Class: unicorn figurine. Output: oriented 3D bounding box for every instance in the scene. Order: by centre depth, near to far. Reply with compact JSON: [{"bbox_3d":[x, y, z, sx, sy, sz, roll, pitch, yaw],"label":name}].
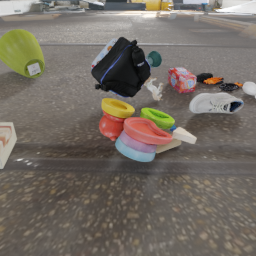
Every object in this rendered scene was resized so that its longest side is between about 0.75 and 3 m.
[{"bbox_3d":[1.221,-1.766,12.646,1.307,0.483,0.898,34,66,14],"label":"unicorn figurine"}]

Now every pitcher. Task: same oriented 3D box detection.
[{"bbox_3d":[5.893,-1.783,13.051,0.785,0.555,0.915,-7,38,-26],"label":"pitcher"}]

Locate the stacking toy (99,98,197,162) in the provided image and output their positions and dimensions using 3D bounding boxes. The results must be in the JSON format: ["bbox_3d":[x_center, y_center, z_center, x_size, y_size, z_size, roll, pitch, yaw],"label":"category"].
[{"bbox_3d":[0.482,0.223,9.117,2.603,1.214,2.875,9,22,-29],"label":"stacking toy"}]

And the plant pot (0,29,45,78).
[{"bbox_3d":[-5.578,-3.828,15.375,2.301,2.301,2.459,-20,49,-32],"label":"plant pot"}]

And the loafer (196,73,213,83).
[{"bbox_3d":[3.915,-2.661,14.738,1.335,0.453,0.469,-15,27,-35],"label":"loafer"}]

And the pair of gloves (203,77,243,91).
[{"bbox_3d":[4.782,-2.229,14.180,1.453,0.202,1.631,-19,37,-33],"label":"pair of gloves"}]

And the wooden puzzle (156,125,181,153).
[{"bbox_3d":[1.012,0.391,9.393,1.864,0.218,1.257,-13,35,-21],"label":"wooden puzzle"}]

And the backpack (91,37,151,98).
[{"bbox_3d":[-0.227,-2.405,11.707,2.276,2.390,1.841,34,16,-49],"label":"backpack"}]

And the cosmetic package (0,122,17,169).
[{"bbox_3d":[-4.090,0.509,8.611,0.847,0.715,1.639,-3,29,-6],"label":"cosmetic package"}]

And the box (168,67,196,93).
[{"bbox_3d":[2.628,-2.384,13.827,0.820,0.785,1.645,-7,29,-12],"label":"box"}]

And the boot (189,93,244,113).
[{"bbox_3d":[3.588,-0.953,11.175,2.190,0.805,1.047,-15,26,-27],"label":"boot"}]

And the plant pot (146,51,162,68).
[{"bbox_3d":[1.090,-3.077,12.730,0.760,0.760,0.509,-16,7,-27],"label":"plant pot"}]
